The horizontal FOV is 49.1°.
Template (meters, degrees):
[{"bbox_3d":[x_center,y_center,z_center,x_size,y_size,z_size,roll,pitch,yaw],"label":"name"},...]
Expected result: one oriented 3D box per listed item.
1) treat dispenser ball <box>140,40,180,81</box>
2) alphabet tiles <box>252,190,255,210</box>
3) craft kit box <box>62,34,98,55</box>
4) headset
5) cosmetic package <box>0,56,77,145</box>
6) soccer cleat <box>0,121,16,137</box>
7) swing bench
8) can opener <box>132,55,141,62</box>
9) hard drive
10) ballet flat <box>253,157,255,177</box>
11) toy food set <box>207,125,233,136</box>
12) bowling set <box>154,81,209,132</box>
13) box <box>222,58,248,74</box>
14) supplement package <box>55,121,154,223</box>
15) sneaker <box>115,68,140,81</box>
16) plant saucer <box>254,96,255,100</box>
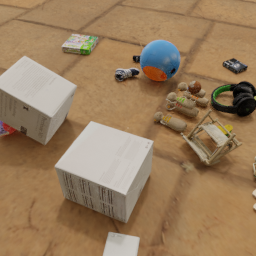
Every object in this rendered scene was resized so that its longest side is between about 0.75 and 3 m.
[{"bbox_3d":[1.495,-3.134,13.060,1.875,1.875,1.875,0,44,0],"label":"treat dispenser ball"},{"bbox_3d":[4.702,2.378,8.588,1.576,0.118,1.611,-26,49,-25],"label":"alphabet tiles"},{"bbox_3d":[-2.696,-4.750,15.854,1.604,0.389,1.584,9,47,10],"label":"craft kit box"},{"bbox_3d":[4.886,-1.393,11.666,2.757,1.295,1.702,3,44,20],"label":"headset"},{"bbox_3d":[-3.417,-0.985,10.275,2.252,1.856,1.858,30,49,-2],"label":"cosmetic package"},{"bbox_3d":[-5.109,-0.519,11.210,0.862,0.752,2.254,-31,52,-16],"label":"soccer cleat"},{"bbox_3d":[2.918,0.405,9.938,1.449,0.940,1.442,-42,49,12],"label":"swing bench"},{"bbox_3d":[0.795,-3.666,14.708,1.136,0.360,0.447,3,43,4],"label":"can opener"},{"bbox_3d":[-0.234,3.489,7.389,0.891,0.178,1.352,7,45,8],"label":"hard drive"},{"bbox_3d":[4.565,1.182,9.605,0.462,0.499,1.416,6,38,29],"label":"ballet flat"},{"bbox_3d":[3.551,0.246,10.694,1.094,0.357,0.644,-29,27,-30],"label":"toy food set"},{"bbox_3d":[2.254,-1.297,11.281,1.412,1.831,2.631,26,46,27],"label":"bowling set"},{"bbox_3d":[5.460,-3.176,14.302,0.787,0.214,0.983,-22,48,-21],"label":"box"},{"bbox_3d":[-0.627,1.291,8.621,2.205,1.622,2.108,18,47,17],"label":"supplement package"},{"bbox_3d":[-0.061,-2.572,13.509,1.210,0.424,0.657,2,39,12],"label":"sneaker"},{"bbox_3d":[6.168,-1.267,12.320,1.351,0.210,1.351,0,44,0],"label":"plant saucer"}]
